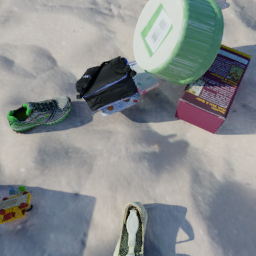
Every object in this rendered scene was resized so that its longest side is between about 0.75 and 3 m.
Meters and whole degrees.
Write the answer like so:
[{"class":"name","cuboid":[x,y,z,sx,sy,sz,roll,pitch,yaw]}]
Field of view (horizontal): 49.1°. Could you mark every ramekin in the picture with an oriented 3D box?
[{"class":"ramekin","cuboid":[1.443,-2.981,9.092,1.447,2.963,2.963,6,60,-33]}]

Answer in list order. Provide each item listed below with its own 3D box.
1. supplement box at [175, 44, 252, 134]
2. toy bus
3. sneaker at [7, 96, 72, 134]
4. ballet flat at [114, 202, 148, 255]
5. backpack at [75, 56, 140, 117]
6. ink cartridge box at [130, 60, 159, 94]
[{"class":"supplement box","cuboid":[3.046,-1.490,10.086,1.623,1.260,2.942,26,67,12]},{"class":"toy bus","cuboid":[-3.358,2.441,8.536,1.272,0.657,1.200,9,35,35]},{"class":"sneaker","cuboid":[-3.060,-0.548,9.802,2.297,0.979,0.896,-25,67,-12]},{"class":"ballet flat","cuboid":[0.059,3.412,7.950,0.934,0.934,2.687,5,65,3]},{"class":"backpack","cuboid":[-0.527,-1.531,9.716,2.106,1.622,2.006,-18,40,13]},{"class":"ink cartridge box","cuboid":[0.489,-2.039,10.903,0.829,0.292,1.389,-28,71,-13]}]
